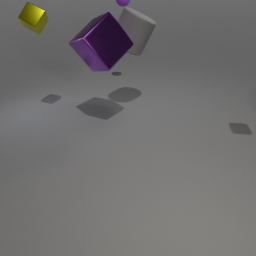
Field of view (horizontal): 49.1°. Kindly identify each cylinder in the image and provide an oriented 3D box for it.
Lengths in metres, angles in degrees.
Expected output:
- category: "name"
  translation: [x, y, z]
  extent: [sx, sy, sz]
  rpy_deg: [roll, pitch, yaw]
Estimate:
- category: "cylinder"
  translation: [0.196, -3.837, 11.170]
  extent: [1.400, 1.400, 1.400]
  rpy_deg: [22, 27, -12]

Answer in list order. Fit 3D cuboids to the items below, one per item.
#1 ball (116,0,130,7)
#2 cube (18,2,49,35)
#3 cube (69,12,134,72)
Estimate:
- category: "ball"
  translation: [-0.231, -6.064, 13.111]
  extent: [0.700, 0.700, 0.700]
  rpy_deg: [0, 29, 0]
- category: "cube"
  translation: [-3.393, -3.938, 10.100]
  extent: [0.700, 0.700, 0.700]
  rpy_deg: [28, -6, -2]
- category: "cube"
  translation: [-0.956, -2.985, 9.921]
  extent: [1.400, 1.400, 1.400]
  rpy_deg: [-50, 29, -14]
